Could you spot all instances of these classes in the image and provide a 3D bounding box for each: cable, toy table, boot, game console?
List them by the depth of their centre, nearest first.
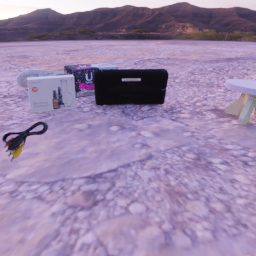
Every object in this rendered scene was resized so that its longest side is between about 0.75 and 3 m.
[{"bbox_3d":[-1.597,0.128,4.319,0.833,0.405,0.210,-37,-18,3],"label":"cable"},{"bbox_3d":[4.088,-0.860,9.116,1.799,1.146,1.957,-14,26,-33],"label":"toy table"},{"bbox_3d":[0.059,-1.711,10.893,2.653,2.334,1.544,-2,50,-3],"label":"game console"},{"bbox_3d":[-3.827,-2.312,13.126,2.518,0.926,1.203,-13,18,-32],"label":"boot"}]

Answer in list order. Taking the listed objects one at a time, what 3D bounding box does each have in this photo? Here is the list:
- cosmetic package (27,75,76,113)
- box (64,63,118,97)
[{"bbox_3d":[-2.698,-1.231,9.988,1.592,1.200,0.411,-8,22,-19],"label":"cosmetic package"},{"bbox_3d":[-1.612,-2.210,12.478,2.102,1.206,1.389,-12,24,-27],"label":"box"}]
